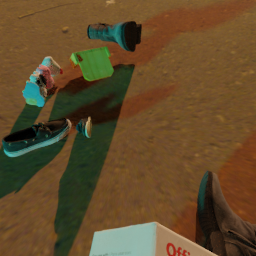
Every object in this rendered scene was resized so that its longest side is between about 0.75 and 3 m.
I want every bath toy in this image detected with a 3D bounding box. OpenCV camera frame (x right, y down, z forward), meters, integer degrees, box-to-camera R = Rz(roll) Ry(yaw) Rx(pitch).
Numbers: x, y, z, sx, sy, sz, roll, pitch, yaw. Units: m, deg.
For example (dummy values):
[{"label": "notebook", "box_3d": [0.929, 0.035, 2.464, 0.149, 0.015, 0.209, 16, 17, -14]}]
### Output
[{"label": "bath toy", "box_3d": [-2.408, -1.376, 8.119, 0.678, 0.798, 1.834, 26, 39, -14]}]

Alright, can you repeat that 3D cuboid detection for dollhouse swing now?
[{"label": "dollhouse swing", "box_3d": [-1.086, -1.897, 8.682, 1.098, 0.998, 0.965, -18, 93, -20]}]

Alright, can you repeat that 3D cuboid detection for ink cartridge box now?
[{"label": "ink cartridge box", "box_3d": [0.378, 2.680, 3.119, 1.118, 1.941, 2.659, -25, 41, 36]}]

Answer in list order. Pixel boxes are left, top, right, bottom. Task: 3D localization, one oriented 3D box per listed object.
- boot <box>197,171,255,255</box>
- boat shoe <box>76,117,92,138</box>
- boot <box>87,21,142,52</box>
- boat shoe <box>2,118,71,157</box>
[{"label": "boot", "box_3d": [2.065, 1.801, 5.245, 1.327, 0.703, 2.015, 4, 56, -2]}, {"label": "boat shoe", "box_3d": [-1.092, -0.021, 6.858, 0.353, 0.398, 1.066, -7, 23, -2]}, {"label": "boot", "box_3d": [-0.534, -2.915, 8.772, 1.670, 0.885, 2.537, 7, 17, 8]}, {"label": "boat shoe", "box_3d": [-2.187, 0.144, 6.829, 1.710, 0.484, 0.587, -27, 52, -23]}]
